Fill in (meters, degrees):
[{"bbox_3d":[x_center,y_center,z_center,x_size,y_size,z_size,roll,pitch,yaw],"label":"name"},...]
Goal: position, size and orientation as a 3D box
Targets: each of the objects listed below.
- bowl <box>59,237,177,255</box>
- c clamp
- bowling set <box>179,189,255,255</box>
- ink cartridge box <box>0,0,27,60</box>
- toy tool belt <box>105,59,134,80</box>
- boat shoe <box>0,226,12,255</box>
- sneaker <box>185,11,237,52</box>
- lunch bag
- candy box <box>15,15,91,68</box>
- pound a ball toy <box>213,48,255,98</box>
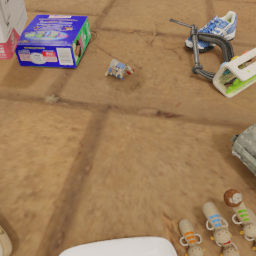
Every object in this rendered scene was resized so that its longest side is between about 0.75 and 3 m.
[{"bbox_3d":[-0.128,2.944,4.305,2.190,0.818,2.193,-10,42,7],"label":"bowl"},{"bbox_3d":[2.812,-2.789,10.337,2.487,0.394,2.911,6,57,-13],"label":"c clamp"},{"bbox_3d":[1.914,1.883,5.357,1.802,1.254,0.967,-11,46,-6],"label":"bowling set"},{"bbox_3d":[-3.654,-3.546,7.325,1.159,2.801,2.052,6,57,-5],"label":"ink cartridge box"},{"bbox_3d":[-0.320,-1.953,9.890,1.017,0.635,0.625,30,83,32],"label":"toy tool belt"},{"bbox_3d":[-3.431,1.791,5.739,2.854,1.017,0.921,34,19,31],"label":"boat shoe"},{"bbox_3d":[3.422,-3.994,11.572,2.844,1.095,1.077,-32,54,-27],"label":"sneaker"},{"bbox_3d":[3.731,0.742,6.201,1.960,1.628,2.336,-15,45,-17],"label":"lunch bag"},{"bbox_3d":[-2.872,-3.501,11.095,2.261,1.030,2.674,4,45,6],"label":"candy box"},{"bbox_3d":[4.066,-2.227,9.215,2.430,1.584,1.032,-30,70,-27],"label":"pound a ball toy"}]
